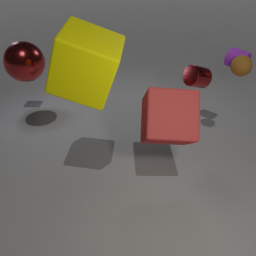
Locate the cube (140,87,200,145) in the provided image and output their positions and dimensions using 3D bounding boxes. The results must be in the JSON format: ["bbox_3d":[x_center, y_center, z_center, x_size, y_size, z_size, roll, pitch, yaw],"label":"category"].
[{"bbox_3d":[1.144,-0.279,7.953,1.400,1.400,1.400,3,-7,-4],"label":"cube"}]

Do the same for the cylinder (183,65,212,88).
[{"bbox_3d":[2.309,-1.708,9.343,0.700,0.700,0.700,2,24,-36],"label":"cylinder"}]

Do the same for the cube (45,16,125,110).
[{"bbox_3d":[-0.987,-1.522,6.602,1.400,1.400,1.400,18,39,-9],"label":"cube"}]

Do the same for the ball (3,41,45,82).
[{"bbox_3d":[-3.641,-2.325,9.864,1.400,1.400,1.400,0,29,0],"label":"ball"}]

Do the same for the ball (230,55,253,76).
[{"bbox_3d":[3.820,-2.094,9.434,0.700,0.700,0.700,0,29,0],"label":"ball"}]

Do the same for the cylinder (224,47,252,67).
[{"bbox_3d":[3.995,-2.500,10.203,0.700,0.700,0.700,34,43,31],"label":"cylinder"}]
